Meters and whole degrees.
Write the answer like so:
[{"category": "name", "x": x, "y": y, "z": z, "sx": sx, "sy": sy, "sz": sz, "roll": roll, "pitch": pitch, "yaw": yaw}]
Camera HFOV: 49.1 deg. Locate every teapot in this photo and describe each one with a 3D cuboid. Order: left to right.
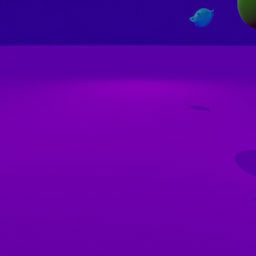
[{"category": "teapot", "x": 2.697, "y": -4.016, "z": 10.115, "sx": 0.534, "sy": 0.678, "sz": 1.090, "roll": 23, "pitch": -11, "yaw": -38}]

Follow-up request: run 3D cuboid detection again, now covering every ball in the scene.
[{"category": "ball", "x": 3.011, "y": -2.735, "z": 5.906, "sx": 1.302, "sy": 1.302, "sz": 1.302, "roll": 0, "pitch": 18, "yaw": 0}]
